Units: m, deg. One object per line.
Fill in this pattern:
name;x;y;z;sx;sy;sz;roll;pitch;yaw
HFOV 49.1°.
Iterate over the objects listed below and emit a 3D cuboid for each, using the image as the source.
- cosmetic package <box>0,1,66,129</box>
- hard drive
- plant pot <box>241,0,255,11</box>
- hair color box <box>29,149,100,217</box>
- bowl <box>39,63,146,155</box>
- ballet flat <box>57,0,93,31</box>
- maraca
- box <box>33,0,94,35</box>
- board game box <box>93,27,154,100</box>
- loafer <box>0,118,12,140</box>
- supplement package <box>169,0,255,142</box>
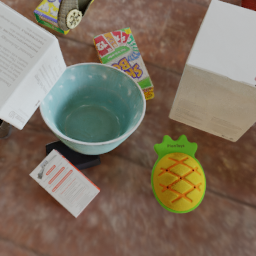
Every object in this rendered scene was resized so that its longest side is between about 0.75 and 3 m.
cosmetic package;-2.324;-1.135;5.410;1.421;1.430;1.708;33;79;1
hard drive;-1.553;0.702;7.797;1.460;0.309;0.985;-11;68;-4
plant pot;5.013;-4.617;9.228;1.834;2.081;2.079;37;71;28
hair color box;-1.592;1.396;7.183;1.590;0.508;0.882;42;81;1
bowl;-0.946;-0.334;7.483;2.632;1.377;2.632;5;55;-7
ballet flat;-0.937;-3.456;6.930;0.593;0.862;2.558;26;76;8
maraca;1.268;1.139;7.181;1.370;1.069;1.997;-1;72;-1
box;-2.133;-4.389;9.836;1.260;0.520;2.148;27;68;10
board game box;-0.153;-1.971;8.919;1.271;0.399;2.661;-17;71;-6
loafer;-3.688;-0.525;8.157;0.611;0.594;1.674;-12;68;-5
supplement package;2.525;-1.320;7.320;2.078;2.738;2.063;21;69;8
